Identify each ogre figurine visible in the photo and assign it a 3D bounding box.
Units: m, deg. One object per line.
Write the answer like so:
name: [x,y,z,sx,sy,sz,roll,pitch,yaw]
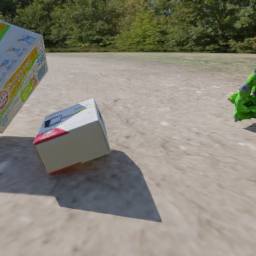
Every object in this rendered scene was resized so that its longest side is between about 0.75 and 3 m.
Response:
ogre figurine: [3.141,-0.775,7.223,0.932,1.554,0.763,-26,62,-24]

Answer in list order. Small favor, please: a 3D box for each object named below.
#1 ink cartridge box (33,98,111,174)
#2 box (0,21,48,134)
ink cartridge box: [-1.042,0.083,5.397,1.186,0.688,1.606,-21,22,-2]
box: [-3.101,-1.260,6.846,1.191,1.322,2.350,21,59,5]
